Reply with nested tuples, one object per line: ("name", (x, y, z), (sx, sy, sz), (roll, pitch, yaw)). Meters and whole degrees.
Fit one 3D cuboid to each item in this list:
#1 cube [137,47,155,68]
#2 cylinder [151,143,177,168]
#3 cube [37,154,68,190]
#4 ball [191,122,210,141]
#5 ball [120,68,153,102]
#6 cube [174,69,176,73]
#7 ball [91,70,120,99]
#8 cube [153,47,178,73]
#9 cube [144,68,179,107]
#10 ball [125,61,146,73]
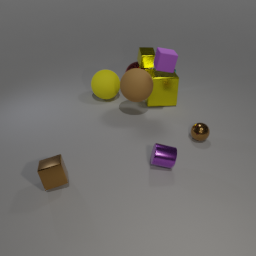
("cube", (0.873, -3.355, 13.343), (0.700, 0.700, 0.700), (-2, 50, -11))
("cylinder", (1.148, 0.892, 9.027), (0.700, 0.700, 0.700), (13, 32, -4))
("cube", (-2.236, 1.313, 8.384), (0.700, 0.700, 0.700), (-17, 21, -7))
("ball", (2.701, 0.143, 10.494), (0.700, 0.700, 0.700), (0, 32, 0))
("ball", (0.359, -1.782, 11.698), (1.400, 1.400, 1.400), (0, 32, 0))
("cube", (2.122, -2.862, 15.123), (0.700, 0.700, 0.700), (-36, 55, -15))
("ball", (-1.065, -2.085, 13.415), (1.400, 1.400, 1.400), (0, 32, 0))
("cube", (1.435, -2.617, 10.784), (0.700, 0.700, 0.700), (6, 32, -11))
("cube", (1.513, -1.944, 13.214), (1.400, 1.400, 1.400), (-3, 30, -5))
("ball", (0.534, -2.727, 14.492), (1.400, 1.400, 1.400), (0, 32, 0))
